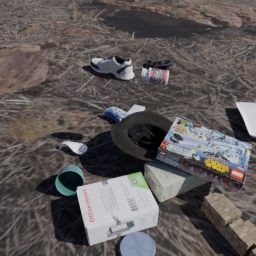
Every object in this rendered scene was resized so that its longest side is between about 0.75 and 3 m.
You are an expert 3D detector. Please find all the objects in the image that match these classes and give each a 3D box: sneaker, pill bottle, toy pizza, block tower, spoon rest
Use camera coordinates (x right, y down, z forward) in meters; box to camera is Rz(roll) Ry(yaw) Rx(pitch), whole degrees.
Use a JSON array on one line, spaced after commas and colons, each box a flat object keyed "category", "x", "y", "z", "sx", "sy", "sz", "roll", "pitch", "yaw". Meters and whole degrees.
[{"category": "sneaker", "x": -0.390, "y": -0.510, "z": 11.949, "sx": 1.426, "sy": 0.540, "sz": 0.549, "roll": 14, "pitch": 36, "yaw": 19}, {"category": "sneaker", "x": -0.888, "y": -3.568, "z": 15.481, "sx": 2.852, "sy": 1.141, "sz": 1.051, "roll": 20, "pitch": 43, "yaw": 26}, {"category": "pill bottle", "x": 0.854, "y": -1.672, "z": 9.007, "sx": 0.858, "sy": 0.475, "sz": 0.475, "roll": 10, "pitch": 38, "yaw": 1}, {"category": "toy pizza", "x": 0.253, "y": 3.203, "z": 7.427, "sx": 0.955, "sy": 0.151, "sz": 0.955, "roll": -1, "pitch": 37, "yaw": 1}, {"category": "block tower", "x": 2.926, "y": 2.714, "z": 7.683, "sx": 0.654, "sy": 0.611, "sz": 2.262, "roll": -15, "pitch": 39, "yaw": -20}, {"category": "spoon rest", "x": -2.058, "y": 0.725, "z": 10.513, "sx": 1.108, "sy": 0.336, "sz": 0.551, "roll": 9, "pitch": 38, "yaw": 13}]

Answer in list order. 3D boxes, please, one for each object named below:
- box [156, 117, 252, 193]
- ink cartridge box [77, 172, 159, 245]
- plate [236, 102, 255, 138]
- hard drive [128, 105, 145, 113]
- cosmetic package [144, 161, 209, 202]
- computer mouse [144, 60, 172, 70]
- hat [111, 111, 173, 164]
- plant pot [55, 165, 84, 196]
[{"category": "box", "x": 2.442, "y": 0.759, "z": 8.922, "sx": 2.631, "sy": 0.525, "sz": 1.801, "roll": 22, "pitch": 43, "yaw": 16}, {"category": "ink cartridge box", "x": -0.339, "y": 2.258, "z": 8.074, "sx": 2.022, "sy": 0.849, "sz": 1.471, "roll": -11, "pitch": 39, "yaw": -14}, {"category": "plate", "x": 5.970, "y": -0.258, "z": 11.742, "sx": 2.433, "sy": 0.394, "sz": 2.438, "roll": 3, "pitch": 37, "yaw": 2}, {"category": "hard drive", "x": 0.354, "y": -0.761, "z": 12.632, "sx": 0.551, "sy": 0.111, "sz": 0.835, "roll": 17, "pitch": 40, "yaw": 21}, {"category": "cosmetic package", "x": 1.748, "y": 1.421, "z": 9.199, "sx": 2.212, "sy": 0.786, "sz": 1.164, "roll": -16, "pitch": 43, "yaw": -20}, {"category": "computer mouse", "x": 1.764, "y": -3.578, "z": 16.138, "sx": 1.523, "sy": 0.401, "sz": 1.055, "roll": -1, "pitch": 38, "yaw": 18}, {"category": "hat", "x": 0.687, "y": 0.564, "z": 10.034, "sx": 2.720, "sy": 1.097, "sz": 2.720, "roll": 5, "pitch": 37, "yaw": -4}, {"category": "plant pot", "x": -1.822, "y": 1.598, "z": 8.975, "sx": 0.881, "sy": 0.881, "sz": 0.707, "roll": -3, "pitch": 19, "yaw": -4}]
